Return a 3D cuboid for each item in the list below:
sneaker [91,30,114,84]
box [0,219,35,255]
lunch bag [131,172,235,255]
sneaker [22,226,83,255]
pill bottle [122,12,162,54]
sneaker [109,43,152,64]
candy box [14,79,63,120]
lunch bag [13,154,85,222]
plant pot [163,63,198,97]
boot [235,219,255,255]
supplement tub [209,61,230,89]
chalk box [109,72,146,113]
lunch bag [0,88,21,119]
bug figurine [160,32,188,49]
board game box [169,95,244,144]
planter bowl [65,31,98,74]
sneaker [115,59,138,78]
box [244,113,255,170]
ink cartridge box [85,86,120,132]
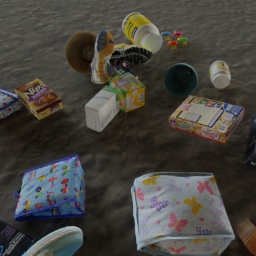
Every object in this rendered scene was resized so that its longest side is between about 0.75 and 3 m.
[{"bbox_3d":[-1.287,-3.160,12.579,0.918,1.075,2.438,14,76,-35],"label":"sneaker"},{"bbox_3d":[-3.388,3.120,7.509,1.435,0.259,1.026,19,47,19],"label":"box"},{"bbox_3d":[1.284,2.299,7.529,2.334,1.484,1.979,3,45,-11],"label":"lunch bag"},{"bbox_3d":[-1.889,3.722,6.298,2.849,1.133,1.860,-35,51,-20],"label":"sneaker"},{"bbox_3d":[0.807,-5.139,15.286,1.468,1.468,2.638,-16,45,-16],"label":"pill bottle"},{"bbox_3d":[0.027,-3.969,14.443,2.457,0.960,1.110,4,41,5],"label":"sneaker"},{"bbox_3d":[-3.810,-1.271,11.893,1.169,0.565,2.003,-32,51,-28],"label":"candy box"},{"bbox_3d":[-2.433,1.871,8.437,2.138,1.006,1.610,-10,46,3],"label":"lunch bag"},{"bbox_3d":[2.403,-2.198,12.363,1.467,1.467,0.988,16,29,16],"label":"plant pot"},{"bbox_3d":[4.013,2.883,7.492,1.847,0.681,1.429,-28,48,-10],"label":"boot"},{"bbox_3d":[4.236,-2.453,12.902,0.856,0.856,1.184,5,44,5],"label":"supplement tub"},{"bbox_3d":[-0.148,-1.629,11.922,1.036,1.042,1.674,-23,47,-23],"label":"chalk box"},{"bbox_3d":[-5.422,-1.123,11.690,1.721,0.650,1.379,22,46,20],"label":"lunch bag"},{"bbox_3d":[2.637,-5.139,16.023,1.321,0.438,1.703,-10,44,-11],"label":"bug figurine"},{"bbox_3d":[2.873,-0.392,10.318,2.186,0.506,1.656,20,49,35],"label":"board game box"},{"bbox_3d":[-1.937,-3.647,13.585,1.958,1.958,1.318,1,15,1],"label":"planter bowl"},{"bbox_3d":[-0.124,-2.830,13.467,0.561,0.633,1.497,-33,53,-30],"label":"sneaker"},{"bbox_3d":[5.204,-0.051,9.026,1.500,2.512,2.555,28,49,5],"label":"box"},{"bbox_3d":[-0.972,-0.763,10.948,0.671,1.115,1.534,19,47,19],"label":"ink cartridge box"}]
